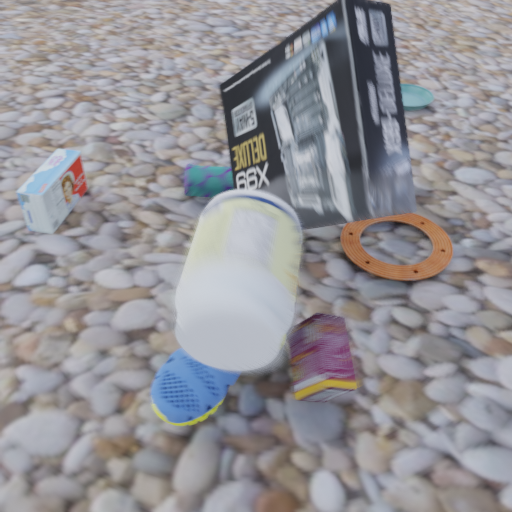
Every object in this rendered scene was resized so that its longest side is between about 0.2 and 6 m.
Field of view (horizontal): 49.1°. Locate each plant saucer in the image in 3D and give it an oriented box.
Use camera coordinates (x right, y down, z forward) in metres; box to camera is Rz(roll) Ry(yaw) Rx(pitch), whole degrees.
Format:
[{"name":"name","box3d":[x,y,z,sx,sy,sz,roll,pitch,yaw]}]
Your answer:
[{"name":"plant saucer","box3d":[4.013,-4.204,14.982,1.395,0.251,1.395,0,41,0]}]

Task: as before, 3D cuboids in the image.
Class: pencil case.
[{"name":"pencil case","box3d":[-0.690,-1.530,11.439,1.569,0.668,0.725,3,37,3]}]

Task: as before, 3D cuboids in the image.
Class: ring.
[{"name":"ring","box3d":[2.575,-0.204,10.344,2.038,0.196,2.038,-1,41,1]}]

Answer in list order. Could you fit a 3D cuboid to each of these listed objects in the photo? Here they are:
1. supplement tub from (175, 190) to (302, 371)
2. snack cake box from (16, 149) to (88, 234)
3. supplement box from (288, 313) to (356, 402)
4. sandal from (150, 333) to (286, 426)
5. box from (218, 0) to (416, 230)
[{"name":"supplement tub","box3d":[-0.195,0.274,7.000,1.428,1.428,1.970,5,45,6]},{"name":"snack cake box","box3d":[-3.967,-1.301,11.042,0.544,0.930,1.618,8,41,9]},{"name":"supplement box","box3d":[0.886,1.409,7.720,0.540,0.685,1.046,13,58,-31]},{"name":"sandal","box3d":[-0.428,1.282,7.720,1.002,1.098,2.521,41,52,13]},{"name":"box","box3d":[0.760,-1.855,8.894,0.906,2.872,3.642,-8,2,-30]}]
